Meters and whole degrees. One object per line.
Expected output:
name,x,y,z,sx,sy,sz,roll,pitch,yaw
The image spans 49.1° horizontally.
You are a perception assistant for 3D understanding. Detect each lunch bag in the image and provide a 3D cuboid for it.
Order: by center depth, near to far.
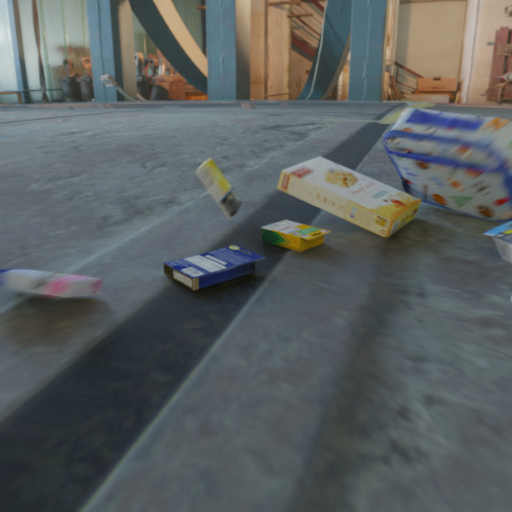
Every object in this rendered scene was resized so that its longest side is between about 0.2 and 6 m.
lunch bag,4.263,-2.038,12.125,3.101,2.485,1.172,23,70,46

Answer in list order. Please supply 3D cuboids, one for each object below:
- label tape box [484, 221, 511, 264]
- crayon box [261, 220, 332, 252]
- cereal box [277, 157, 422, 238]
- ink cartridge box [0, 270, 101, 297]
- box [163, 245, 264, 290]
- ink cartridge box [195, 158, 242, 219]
label tape box,4.794,-0.220,9.629,1.008,0.465,1.408,-22,20,-6
crayon box,0.762,-0.373,10.681,1.159,0.299,0.728,17,26,41
cereal box,2.029,-1.343,12.113,2.638,0.521,1.898,28,31,22
ink cartridge box,-3.087,0.374,8.073,1.429,0.300,0.852,4,-1,14
box,-0.665,0.166,9.232,1.474,0.239,0.893,-17,26,-36
ink cartridge box,-0.746,-1.489,11.917,0.289,1.215,1.230,-32,15,18
